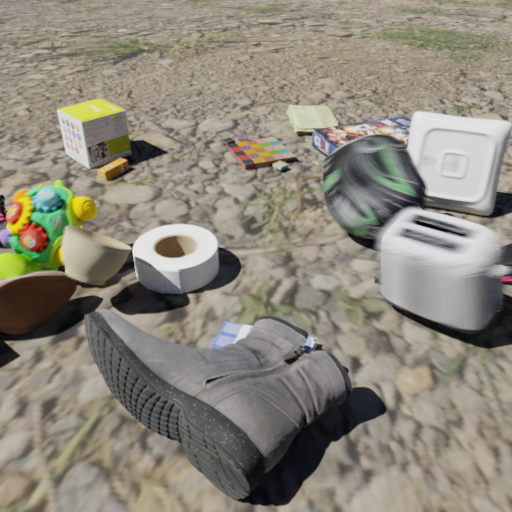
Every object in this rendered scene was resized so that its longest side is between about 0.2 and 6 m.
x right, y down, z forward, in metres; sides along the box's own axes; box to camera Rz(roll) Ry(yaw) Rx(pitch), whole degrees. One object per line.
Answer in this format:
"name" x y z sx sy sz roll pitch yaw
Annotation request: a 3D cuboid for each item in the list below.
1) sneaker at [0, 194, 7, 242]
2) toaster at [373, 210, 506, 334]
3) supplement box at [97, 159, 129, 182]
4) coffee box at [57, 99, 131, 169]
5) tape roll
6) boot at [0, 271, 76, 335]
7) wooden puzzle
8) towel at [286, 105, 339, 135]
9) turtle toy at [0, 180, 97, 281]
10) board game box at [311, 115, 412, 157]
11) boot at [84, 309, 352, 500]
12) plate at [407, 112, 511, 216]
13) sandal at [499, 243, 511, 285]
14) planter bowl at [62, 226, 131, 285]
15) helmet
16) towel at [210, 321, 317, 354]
"sneaker" -5.167 -0.831 10.954 0.613 0.727 1.663 -15 37 -22
"toaster" 2.695 0.157 8.456 2.052 1.325 1.166 23 50 37
"supplement box" -3.352 -2.023 13.153 0.258 0.266 0.774 16 40 27
"coffee box" -3.973 -3.047 13.810 1.223 1.209 1.221 -28 43 -35
"tape roll" -1.400 0.034 9.854 1.493 0.522 1.493 0 34 0
"boot" -4.421 0.668 8.686 1.897 0.911 2.594 16 28 37
"wooden puzzle" 0.090 -2.592 14.083 1.349 0.160 2.274 -13 36 -18
"towel" 1.608 -3.864 15.822 1.337 0.329 1.802 -2 34 -5
"turtle toy" -3.717 -0.309 9.477 1.574 1.092 2.160 3 73 41
"board game box" 3.097 -2.863 14.179 2.818 0.488 1.909 -14 36 -20
"boot" -0.558 1.415 7.352 3.239 1.130 2.132 35 49 25
"plate" 3.987 -1.860 11.370 1.910 1.906 0.309 11 18 16
"sandal" 4.346 0.193 9.775 2.205 0.497 0.828 -10 27 11
"planter bowl" -2.555 0.040 8.722 1.039 0.699 1.039 20 3 -1
"helmet" 2.224 -1.183 10.536 1.866 1.866 1.779 -14 71 -20
"towel" 0.054 1.438 8.096 1.481 0.176 1.087 9 37 17
